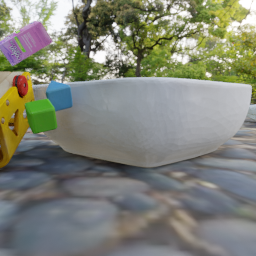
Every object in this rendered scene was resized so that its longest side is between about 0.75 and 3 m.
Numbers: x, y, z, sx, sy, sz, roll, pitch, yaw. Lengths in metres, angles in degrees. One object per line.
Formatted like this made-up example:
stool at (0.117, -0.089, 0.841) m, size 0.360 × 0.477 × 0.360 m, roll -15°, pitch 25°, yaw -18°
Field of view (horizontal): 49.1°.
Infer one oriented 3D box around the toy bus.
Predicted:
toy bus at (-1.528, 0.037, 2.853) m, size 1.690 × 0.873 × 1.595 m, roll -27°, pitch 42°, yaw -35°

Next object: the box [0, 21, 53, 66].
box at (-3.325, -2.758, 8.989) m, size 1.471 × 0.711 × 1.294 m, roll -35°, pitch 32°, yaw -9°

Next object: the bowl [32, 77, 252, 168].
bowl at (0.181, -0.152, 4.210) m, size 2.745 × 1.026 × 2.749 m, roll 5°, pitch 6°, yaw 42°

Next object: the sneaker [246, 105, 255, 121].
sneaker at (5.452, -0.857, 10.147) m, size 1.061 × 1.353 × 2.722 m, roll -3°, pitch 6°, yaw -28°
